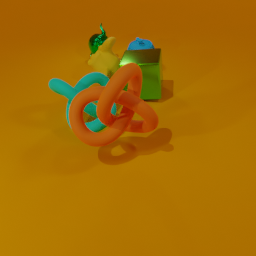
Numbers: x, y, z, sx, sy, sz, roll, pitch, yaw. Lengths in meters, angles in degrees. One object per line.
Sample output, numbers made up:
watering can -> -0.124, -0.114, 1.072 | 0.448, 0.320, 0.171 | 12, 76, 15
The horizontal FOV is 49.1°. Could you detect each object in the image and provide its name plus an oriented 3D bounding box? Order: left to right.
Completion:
knot shape -> -1.028, -0.813, 7.761 | 2.042, 0.944, 1.911 | 44, 40, 13
teapot -> -1.189, -3.418, 11.191 | 0.713, 1.457, 0.906 | 42, 33, 23
monkey head -> -0.604, -2.265, 9.516 | 1.168, 1.394, 1.938 | 43, 41, -5
knot shape -> -0.142, -0.355, 6.220 | 1.981, 1.854, 0.915 | -45, 41, 15
teapot -> 0.515, -2.937, 10.838 | 1.228, 0.967, 1.974 | -9, 44, -1
cube -> 0.462, -1.729, 8.981 | 1.217, 1.217, 1.217 | 0, 37, 11
